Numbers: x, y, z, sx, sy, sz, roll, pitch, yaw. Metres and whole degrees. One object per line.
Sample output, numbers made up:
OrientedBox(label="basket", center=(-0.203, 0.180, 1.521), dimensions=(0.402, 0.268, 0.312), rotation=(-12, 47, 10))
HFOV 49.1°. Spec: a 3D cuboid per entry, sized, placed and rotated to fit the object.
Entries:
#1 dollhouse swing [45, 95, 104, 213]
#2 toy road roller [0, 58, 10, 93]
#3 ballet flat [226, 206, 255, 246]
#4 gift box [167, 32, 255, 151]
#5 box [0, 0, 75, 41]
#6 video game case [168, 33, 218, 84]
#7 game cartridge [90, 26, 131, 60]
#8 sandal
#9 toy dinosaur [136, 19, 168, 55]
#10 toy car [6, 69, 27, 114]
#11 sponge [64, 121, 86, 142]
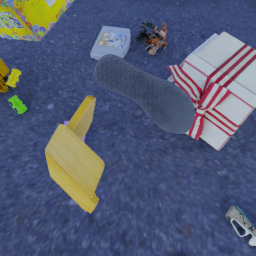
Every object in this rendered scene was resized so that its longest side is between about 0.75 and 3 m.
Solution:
OrientedBox(label="dollhouse swing", center=(-0.826, 0.579, 6.193), dimensions=(1.729, 1.902, 1.672), rotation=(42, 63, 9))
OrientedBox(label="toy road roller", center=(-5.042, -1.939, 10.620), dimensions=(0.841, 1.369, 0.999), rotation=(13, 49, 34))
OrientedBox(label="ballet flat", center=(3.262, 2.772, 7.527), dimensions=(0.557, 0.502, 1.480), rotation=(-44, 56, -4))
OrientedBox(label="gift box", center=(2.777, -1.190, 9.273), dimensions=(2.926, 2.700, 2.732), rotation=(36, 56, 20))
OrientedBox(label="box", center=(-3.153, -4.099, 8.788), dimensions=(2.258, 1.430, 2.344), rotation=(16, 66, 37))
OrientedBox(label="video game case", center=(2.108, -2.230, 10.232), dimensions=(0.216, 2.475, 1.769), rotation=(47, 62, 3))
OrientedBox(label="game cartridge", center=(-0.679, -3.868, 12.768), dimensions=(1.507, 0.470, 2.263), rotation=(7, 52, 10))
OrientedBox(label="sandal", center=(0.439, -0.789, 6.084), dimensions=(2.492, 0.947, 0.533), rotation=(34, 11, -12))
OrientedBox(label="toy dinosaur", center=(1.211, -4.172, 12.838), dimensions=(1.467, 1.104, 2.162), rotation=(29, 37, 4))
OrientedBox(label="toy car", center=(-4.373, -1.167, 10.374), dimensions=(1.740, 0.388, 1.638), rotation=(-39, 90, -24))
OrientedBox(label="sponge", center=(-1.870, 0.375, 9.522), dimensions=(0.794, 0.212, 1.424), rotation=(2, 51, 1))
